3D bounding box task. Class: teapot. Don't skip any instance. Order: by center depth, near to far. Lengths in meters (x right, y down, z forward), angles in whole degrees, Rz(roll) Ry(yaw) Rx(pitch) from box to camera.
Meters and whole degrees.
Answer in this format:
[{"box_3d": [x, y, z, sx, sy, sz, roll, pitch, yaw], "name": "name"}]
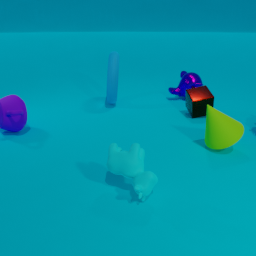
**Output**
[{"box_3d": [-3.398, -0.397, 7.901, 0.838, 1.064, 1.711, -8, 5, -39], "name": "teapot"}]

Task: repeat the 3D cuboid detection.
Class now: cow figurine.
[{"box_3d": [0.041, 0.784, 5.079, 1.010, 0.993, 0.554, 0, -23, 21], "name": "cow figurine"}]

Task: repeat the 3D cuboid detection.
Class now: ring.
[{"box_3d": [-0.559, -1.860, 10.466, 0.391, 1.953, 1.953, 3, 21, -3], "name": "ring"}]

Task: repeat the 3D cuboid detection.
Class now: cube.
[{"box_3d": [2.351, -0.868, 9.241, 0.717, 0.717, 0.717, -12, 41, -2], "name": "cube"}]

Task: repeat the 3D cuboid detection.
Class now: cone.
[{"box_3d": [2.104, -0.183, 6.702, 0.991, 0.995, 0.991, -28, 28, 17], "name": "cone"}]

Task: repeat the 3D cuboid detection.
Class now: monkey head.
[{"box_3d": [2.316, -1.744, 11.250, 1.252, 1.049, 1.741, 6, 26, -16], "name": "monkey head"}]
